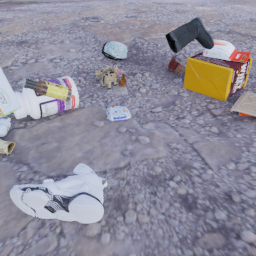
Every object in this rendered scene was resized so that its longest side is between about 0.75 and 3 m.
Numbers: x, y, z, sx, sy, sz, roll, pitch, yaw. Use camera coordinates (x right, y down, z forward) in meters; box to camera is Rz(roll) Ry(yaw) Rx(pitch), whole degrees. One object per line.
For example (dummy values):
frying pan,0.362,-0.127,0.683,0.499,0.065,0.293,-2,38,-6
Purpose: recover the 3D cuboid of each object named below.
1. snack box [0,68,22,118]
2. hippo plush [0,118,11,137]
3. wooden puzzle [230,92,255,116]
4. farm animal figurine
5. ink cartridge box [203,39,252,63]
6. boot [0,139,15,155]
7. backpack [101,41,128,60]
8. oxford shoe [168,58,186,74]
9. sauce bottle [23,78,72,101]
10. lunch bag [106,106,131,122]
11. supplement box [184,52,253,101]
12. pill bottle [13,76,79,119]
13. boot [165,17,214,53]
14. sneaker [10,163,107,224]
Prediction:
snack box,-4.148,-1.370,7.578,1.738,2.444,0.647,-11,20,37
hippo plush,-5.101,-0.047,10.702,1.061,1.051,1.319,19,36,-23
wooden puzzle,5.778,-0.832,12.106,2.197,0.509,2.034,16,36,31
farm animal figurine,-0.919,-2.897,14.798,1.539,0.958,1.906,-12,35,-17
ink cartridge box,4.917,-3.818,13.761,2.049,0.514,1.662,14,36,25
boot,-4.577,0.770,9.680,0.903,0.423,1.162,10,31,15
backpack,-0.766,-4.993,17.986,1.340,1.016,1.606,-22,42,-34
oxford shoe,2.884,-3.521,16.241,0.742,0.699,1.983,22,24,-20
sauce bottle,-2.257,-1.097,7.916,1.318,0.427,0.427,13,25,-30
lunch bag,-0.421,-0.587,11.794,1.017,0.384,0.815,-9,36,-14
supplement box,4.475,-2.755,14.025,2.324,1.564,2.356,27,41,34
pill bottle,-3.521,-1.226,11.787,2.585,1.440,1.440,-19,37,-27
boot,2.533,-3.534,11.397,1.809,1.491,0.594,-36,3,-28
sneaker,-1.808,1.720,7.764,2.533,0.952,1.456,9,33,4
